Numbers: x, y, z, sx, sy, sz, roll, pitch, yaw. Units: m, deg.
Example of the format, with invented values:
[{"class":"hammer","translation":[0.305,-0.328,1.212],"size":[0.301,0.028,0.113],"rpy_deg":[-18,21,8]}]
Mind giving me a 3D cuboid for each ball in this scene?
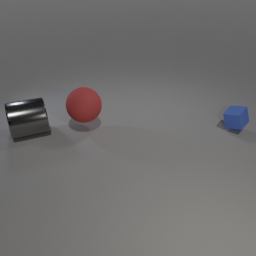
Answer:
[{"class":"ball","translation":[-1.731,-0.904,11.001],"size":[1.400,1.400,1.400],"rpy_deg":[0,30,0]}]

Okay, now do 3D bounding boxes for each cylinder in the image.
[{"class":"cylinder","translation":[-3.899,-0.384,10.852],"size":[1.400,1.400,1.400],"rpy_deg":[-13,33,-20]}]

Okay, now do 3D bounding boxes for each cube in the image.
[{"class":"cube","translation":[4.303,-0.417,11.135],"size":[0.700,0.700,0.700],"rpy_deg":[9,39,45]}]
